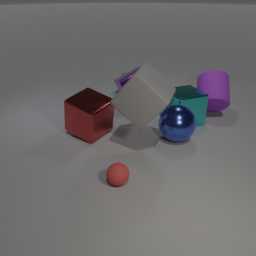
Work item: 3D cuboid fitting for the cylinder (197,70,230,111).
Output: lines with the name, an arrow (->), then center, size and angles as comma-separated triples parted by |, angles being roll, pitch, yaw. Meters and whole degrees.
cylinder -> 3.823, -1.649, 12.575 | 1.400, 1.400, 1.400 | 3, 71, 6

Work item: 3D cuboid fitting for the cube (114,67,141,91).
cube -> 0.370, -1.938, 13.234 | 1.400, 1.400, 1.400 | -30, 18, -6

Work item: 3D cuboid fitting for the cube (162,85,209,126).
cube -> 2.403, -0.915, 12.042 | 1.400, 1.400, 1.400 | -11, 29, -20

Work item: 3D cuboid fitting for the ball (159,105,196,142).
ball -> 1.862, -0.171, 10.610 | 1.400, 1.400, 1.400 | 0, 28, 0

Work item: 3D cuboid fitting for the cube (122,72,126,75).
cube -> -0.148, -2.435, 15.110 | 0.700, 0.700, 0.700 | 38, 77, 3

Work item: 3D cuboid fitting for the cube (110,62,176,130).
cube -> 0.529, -1.071, 9.308 | 1.400, 1.400, 1.400 | 42, 32, -5

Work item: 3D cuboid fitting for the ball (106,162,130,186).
ball -> -0.304, 1.383, 8.413 | 0.700, 0.700, 0.700 | 0, 28, 0

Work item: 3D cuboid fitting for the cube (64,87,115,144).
cube -> -1.498, -0.517, 10.926 | 1.400, 1.400, 1.400 | 26, 41, 23
